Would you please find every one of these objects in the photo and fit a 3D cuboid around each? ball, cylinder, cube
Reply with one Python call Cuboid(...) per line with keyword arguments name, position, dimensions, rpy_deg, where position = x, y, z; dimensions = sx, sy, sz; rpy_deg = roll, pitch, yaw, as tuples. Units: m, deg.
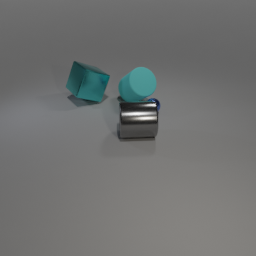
Cuboid(name="ball", position=(1.134, -1.015, 12.775), dimensions=(0.700, 0.700, 0.700), rpy_deg=(0, 29, 0))
Cuboid(name="cylinder", position=(0.426, -2.015, 13.323), dimensions=(1.400, 1.400, 1.400), rpy_deg=(-15, -1, -25))
Cuboid(name="cylinder", position=(0.375, -0.325, 10.800), dimensions=(1.400, 1.400, 1.400), rpy_deg=(-2, 29, -3))
Cuboid(name="cube", position=(-1.972, -2.255, 13.638), dimensions=(1.400, 1.400, 1.400), rpy_deg=(7, 22, -40))
